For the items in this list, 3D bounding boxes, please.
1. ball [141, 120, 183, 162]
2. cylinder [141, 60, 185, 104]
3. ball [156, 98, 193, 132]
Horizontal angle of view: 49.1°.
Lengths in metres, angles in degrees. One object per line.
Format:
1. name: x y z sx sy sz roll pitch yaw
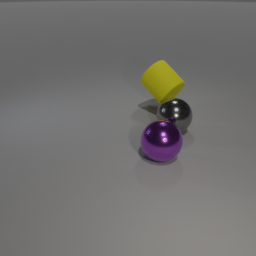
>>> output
1. ball: 1.120 0.426 9.345 1.400 1.400 1.400 0 28 0
2. cylinder: 1.518 -1.984 12.283 1.400 1.400 1.400 -27 71 -41
3. ball: 1.820 -0.479 10.998 1.400 1.400 1.400 0 28 0
